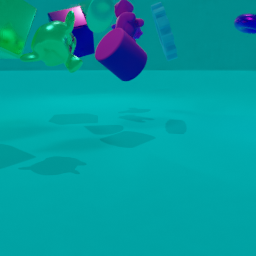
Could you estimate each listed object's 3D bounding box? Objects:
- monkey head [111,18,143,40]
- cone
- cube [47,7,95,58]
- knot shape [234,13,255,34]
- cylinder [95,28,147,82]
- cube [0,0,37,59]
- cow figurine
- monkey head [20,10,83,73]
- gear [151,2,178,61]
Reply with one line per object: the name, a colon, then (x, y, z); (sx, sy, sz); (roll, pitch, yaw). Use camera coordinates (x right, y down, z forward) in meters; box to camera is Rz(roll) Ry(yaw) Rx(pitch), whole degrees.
monkey head: (-0.004, -4.006, 11.611); (1.603, 0.966, 1.153); (-29, -1, -36)
cone: (-1.201, -3.709, 8.705); (1.122, 1.118, 1.118); (36, 31, 29)
cube: (-1.981, -3.317, 9.870); (1.226, 1.226, 1.226); (-19, 55, -17)
knot shape: (3.774, -2.509, 6.584); (1.938, 0.957, 2.071); (-32, 44, -6)
cylinder: (-0.170, -1.848, 7.148); (0.977, 0.977, 0.977); (34, -12, -39)
cube: (-2.910, -2.272, 6.007); (1.179, 1.179, 1.179); (13, -5, 42)
cow figurine: (-0.174, -3.796, 10.135); (0.887, 1.616, 1.590); (15, 9, -44)
monkey head: (-1.340, -1.541, 5.367); (0.962, 1.337, 0.805); (45, -2, 28)
gear: (1.127, -2.975, 8.732); (0.319, 1.725, 1.725); (-18, 11, 8)
